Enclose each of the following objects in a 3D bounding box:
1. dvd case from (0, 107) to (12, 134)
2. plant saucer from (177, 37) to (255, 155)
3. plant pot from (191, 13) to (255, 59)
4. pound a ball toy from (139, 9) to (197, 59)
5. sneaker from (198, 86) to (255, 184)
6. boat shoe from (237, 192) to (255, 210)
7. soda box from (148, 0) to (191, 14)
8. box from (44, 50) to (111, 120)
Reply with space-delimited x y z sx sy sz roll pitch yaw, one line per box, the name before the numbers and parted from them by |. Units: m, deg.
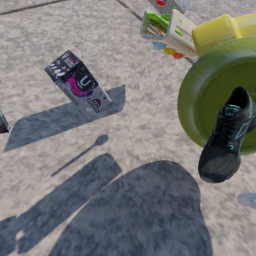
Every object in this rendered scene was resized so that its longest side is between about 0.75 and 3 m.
dvd case | -2.875 -0.407 5.234 0.942 1.290 0.142 -10 28 11
plant saucer | 1.831 -0.358 4.437 2.056 2.056 0.319 3 27 2
plant pot | 3.044 -1.465 6.206 2.488 2.645 2.645 -20 45 22
pound a ball toy | 1.004 -2.331 7.319 1.344 0.875 2.061 18 9 34
sneaker | 1.180 0.054 3.412 0.505 0.531 1.339 10 53 39
boat shoe | 2.388 1.390 5.190 0.758 0.268 0.263 -2 22 37
soda box | 0.901 -4.689 8.967 0.866 2.537 0.805 -5 55 54
box | -1.044 -0.916 6.027 0.711 1.240 0.819 -41 44 -3
